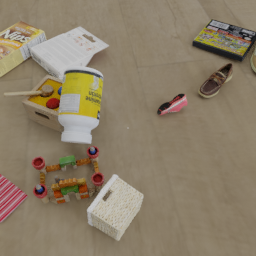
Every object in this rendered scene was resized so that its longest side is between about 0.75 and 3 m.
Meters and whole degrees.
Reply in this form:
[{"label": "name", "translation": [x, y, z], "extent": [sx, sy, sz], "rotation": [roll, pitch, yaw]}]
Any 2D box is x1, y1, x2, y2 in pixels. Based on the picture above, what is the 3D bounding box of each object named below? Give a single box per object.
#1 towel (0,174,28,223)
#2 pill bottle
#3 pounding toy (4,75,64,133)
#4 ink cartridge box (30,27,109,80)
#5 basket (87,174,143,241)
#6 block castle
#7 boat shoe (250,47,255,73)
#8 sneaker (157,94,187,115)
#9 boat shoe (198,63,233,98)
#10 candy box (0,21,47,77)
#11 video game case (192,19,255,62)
[{"label": "towel", "translation": [-3.800, 1.983, 8.202], "extent": [1.416, 0.159, 1.024], "rotation": [30, 56, 19]}, {"label": "pill bottle", "translation": [-1.490, -0.672, 8.756], "extent": [1.262, 1.262, 2.253], "rotation": [5, 83, 3]}, {"label": "pounding toy", "translation": [-2.803, -0.963, 9.681], "extent": [1.898, 1.349, 1.747], "rotation": [21, 55, 15]}, {"label": "ink cartridge box", "translation": [-2.434, -3.207, 11.904], "extent": [2.620, 0.656, 2.109], "rotation": [-35, 60, -29]}, {"label": "basket", "translation": [-0.330, 2.153, 7.434], "extent": [0.999, 1.242, 1.231], "rotation": [31, 59, 14]}, {"label": "block castle", "translation": [-1.742, 1.336, 8.200], "extent": [1.995, 0.936, 1.333], "rotation": [-10, 54, -8]}, {"label": "boat shoe", "translation": [5.779, -3.263, 11.708], "extent": [0.992, 0.890, 2.681], "rotation": [13, 54, 10]}, {"label": "sneaker", "translation": [1.631, -0.725, 10.051], "extent": [1.194, 0.518, 0.440], "rotation": [-31, 29, 1]}, {"label": "boat shoe", "translation": [3.431, -1.891, 10.793], "extent": [1.929, 0.694, 0.696], "rotation": [-36, 61, -24]}, {"label": "candy box", "translation": [-4.975, -3.432, 11.919], "extent": [1.555, 0.745, 2.694], "rotation": [30, 59, 22]}, {"label": "video game case", "translation": [4.382, -3.989, 12.575], "extent": [2.306, 0.294, 2.084], "rotation": [26, 57, 22]}]
